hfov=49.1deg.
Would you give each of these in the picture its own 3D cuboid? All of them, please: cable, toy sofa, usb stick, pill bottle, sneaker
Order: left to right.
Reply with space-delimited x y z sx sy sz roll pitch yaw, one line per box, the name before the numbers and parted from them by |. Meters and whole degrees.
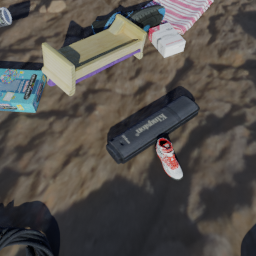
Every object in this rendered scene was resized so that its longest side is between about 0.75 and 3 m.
pill bottle | -4.393 -3.547 9.127 1.036 0.550 0.550 -8 56 9
cable | -2.513 3.168 5.664 1.815 0.565 2.225 14 56 3
toy sofa | -0.919 -2.028 8.167 1.237 1.458 2.987 40 54 21
sneaker | 0.036 -3.776 9.766 2.723 0.997 1.115 -26 65 -13
usb stick | 0.735 -0.014 7.713 2.884 0.470 0.800 -32 63 -19
sneaker | 1.051 0.768 7.125 0.370 0.594 1.109 -22 60 -14

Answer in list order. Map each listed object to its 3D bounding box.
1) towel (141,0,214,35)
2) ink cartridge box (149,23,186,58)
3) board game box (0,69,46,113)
towel | 1.936 -4.752 10.862 1.958 0.400 2.676 31 62 18
ink cartridge box | 1.337 -3.046 9.693 0.811 0.472 1.120 -23 60 -14
board game box | -3.553 -1.160 8.483 1.805 0.424 1.363 4 56 2
